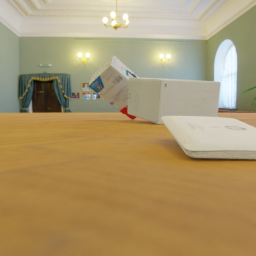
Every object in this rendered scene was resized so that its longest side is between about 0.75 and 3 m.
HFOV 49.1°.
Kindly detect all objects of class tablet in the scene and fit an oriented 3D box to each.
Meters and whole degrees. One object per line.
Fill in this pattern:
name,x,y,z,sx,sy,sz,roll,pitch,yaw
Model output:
tablet,1.111,0.047,3.419,1.200,0.126,1.844,2,13,-2

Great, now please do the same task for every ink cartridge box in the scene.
ink cartridge box,-0.203,-1.651,12.025,2.568,0.863,1.492,38,-54,-24

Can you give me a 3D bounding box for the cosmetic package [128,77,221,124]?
cosmetic package,1.554,-1.032,10.073,2.390,1.474,2.397,-2,10,-23
